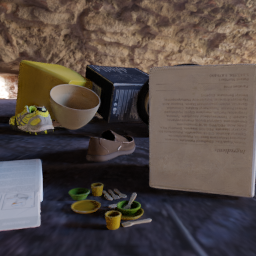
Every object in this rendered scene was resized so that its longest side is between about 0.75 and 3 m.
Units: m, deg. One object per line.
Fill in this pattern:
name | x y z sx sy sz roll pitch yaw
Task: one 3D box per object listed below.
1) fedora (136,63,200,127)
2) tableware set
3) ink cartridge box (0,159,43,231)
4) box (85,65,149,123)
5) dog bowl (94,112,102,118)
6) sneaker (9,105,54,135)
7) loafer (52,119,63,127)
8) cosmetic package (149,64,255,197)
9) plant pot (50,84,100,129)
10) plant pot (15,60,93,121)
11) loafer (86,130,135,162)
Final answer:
fedora | 1.600 -0.555 8.071 2.651 2.651 1.211 -1 38 -8
tableware set | -0.267 0.833 3.171 0.725 0.165 1.076 -3 9 -22
ink cartridge box | -1.596 0.796 2.941 1.343 0.397 1.678 -2 14 -17
box | -0.172 -1.609 12.622 2.800 1.765 2.848 -6 28 -30
dog bowl | -1.841 -0.972 14.436 2.579 0.756 2.579 0 7 0
sneaker | -3.139 -0.315 9.121 2.244 0.857 0.846 5 11 41
loafer | -2.628 -0.203 10.228 1.061 0.333 0.381 0 8 0
cosmetic package | 1.109 -0.046 4.100 1.356 1.643 1.355 3 8 19
plant pot | -1.870 -0.609 9.533 1.644 1.104 1.644 13 33 -9
plant pot | -2.914 -1.334 11.746 2.180 2.472 2.472 15 13 23
loafer | -0.280 0.298 5.739 0.548 0.533 1.502 4 8 25
